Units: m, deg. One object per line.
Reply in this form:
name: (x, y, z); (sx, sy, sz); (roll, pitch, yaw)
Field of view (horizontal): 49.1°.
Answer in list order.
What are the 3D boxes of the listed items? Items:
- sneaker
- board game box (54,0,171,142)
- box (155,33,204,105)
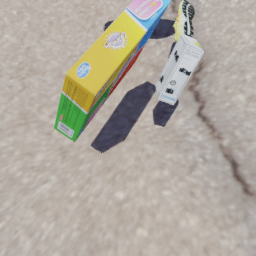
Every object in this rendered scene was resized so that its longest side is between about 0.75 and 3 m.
sneaker: (1.386, -2.763, 7.257); (0.465, 0.537, 1.189); (18, 71, -30)
board game box: (-0.288, -0.985, 4.460); (0.443, 1.682, 2.198); (35, 61, -3)
box: (0.932, -1.099, 5.285); (0.347, 1.153, 0.673); (18, 32, -12)
